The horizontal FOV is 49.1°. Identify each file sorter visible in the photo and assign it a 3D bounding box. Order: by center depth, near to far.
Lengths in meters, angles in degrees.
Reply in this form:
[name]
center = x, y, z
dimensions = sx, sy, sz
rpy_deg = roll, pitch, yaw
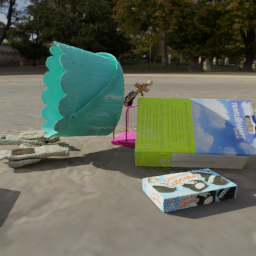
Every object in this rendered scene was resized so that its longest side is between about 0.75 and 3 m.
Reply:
[file sorter]
center = 0.558, -0.115, 8.709
dimensions = 1.842, 1.155, 1.280
rpy_deg = 6, 14, 22

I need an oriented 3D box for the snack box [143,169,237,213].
[snack box]
center = 1.157, 1.151, 5.375
dimensions = 1.547, 0.287, 0.898
rpy_deg = -5, 15, -20

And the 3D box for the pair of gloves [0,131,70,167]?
[pair of gloves]
center = -2.651, 0.541, 7.672
dimensions = 1.838, 0.379, 2.161
rpy_deg = -6, 17, -24

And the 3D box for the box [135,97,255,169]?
[box]
center = 1.655, 0.084, 7.011
dimensions = 2.909, 0.693, 1.774
rpy_deg = 2, 53, 4

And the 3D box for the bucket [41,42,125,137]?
[bucket]
center = -1.318, -0.952, 7.734
dimensions = 1.718, 2.640, 2.640
rpy_deg = 4, 11, -27

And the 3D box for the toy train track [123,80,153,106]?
[toy train track]
center = 0.261, -0.975, 8.279
dimensions = 1.205, 0.196, 0.691
rpy_deg = -36, -31, 27

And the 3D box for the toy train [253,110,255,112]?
[toy train]
center = 7.000, -1.401, 12.748
dimensions = 2.965, 1.716, 1.255
rpy_deg = 14, 19, 43

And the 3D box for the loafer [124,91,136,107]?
[loafer]
center = -0.011, -1.247, 12.222
dimensions = 0.405, 0.415, 1.136
rpy_deg = -24, -18, -24
